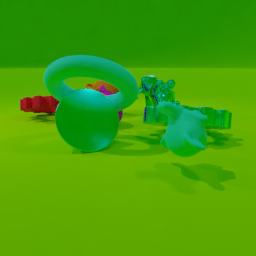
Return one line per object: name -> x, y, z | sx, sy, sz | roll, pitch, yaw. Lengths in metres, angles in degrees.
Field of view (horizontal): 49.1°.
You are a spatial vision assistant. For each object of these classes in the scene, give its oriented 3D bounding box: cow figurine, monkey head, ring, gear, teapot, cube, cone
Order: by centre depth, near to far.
monkey head -> 0.825, 0.038, 4.575 | 0.928, 0.777, 1.289 | 23, -9, -15
ring -> -0.794, -0.890, 6.171 | 2.071, 0.414, 2.071 | 5, -21, 2
cone -> -1.101, -0.018, 6.595 | 1.399, 1.399, 1.404 | -6, -11, -24
gear -> 1.435, -0.236, 6.937 | 2.090, 0.387, 2.090 | 4, -2, 0
teapot -> -0.651, -0.579, 8.062 | 1.139, 0.897, 1.832 | 4, 44, -18
cow figurine -> 0.916, -1.031, 9.000 | 0.846, 1.541, 1.516 | -7, -12, -28
gear -> -2.552, -0.761, 9.323 | 1.916, 0.354, 1.916 | -3, -3, 0
teapot -> -0.615, -1.195, 9.822 | 1.926, 1.197, 0.943 | 18, 37, 6
cube -> 1.137, -0.877, 9.874 | 0.764, 0.764, 0.764 | 12, 25, 41
